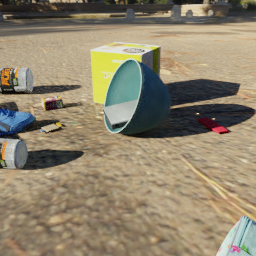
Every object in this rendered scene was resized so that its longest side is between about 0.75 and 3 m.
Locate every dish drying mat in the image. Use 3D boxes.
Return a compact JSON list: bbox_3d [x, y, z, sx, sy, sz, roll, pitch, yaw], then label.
[{"bbox_3d":[2.940,-0.087,9.763,0.475,0.113,1.238,-9,26,-21],"label":"dish drying mat"}]

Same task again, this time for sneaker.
[{"bbox_3d":[-4.485,-0.343,9.212,2.748,1.077,0.906,-8,24,-19],"label":"sneaker"}]

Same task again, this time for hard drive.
[{"bbox_3d":[0.137,-0.517,9.334,1.724,0.283,1.203,-14,33,-13],"label":"hard drive"}]

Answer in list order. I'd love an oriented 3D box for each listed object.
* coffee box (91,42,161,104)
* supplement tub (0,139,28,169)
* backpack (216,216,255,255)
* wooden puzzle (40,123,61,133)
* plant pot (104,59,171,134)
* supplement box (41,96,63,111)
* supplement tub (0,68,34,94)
[{"bbox_3d":[-0.033,-2.278,11.855,2.243,2.247,2.222,12,28,23],"label":"coffee box"},{"bbox_3d":[-3.397,0.667,7.384,1.272,0.779,0.779,2,25,4],"label":"supplement tub"},{"bbox_3d":[1.799,1.999,3.385,1.541,1.817,2.047,28,33,32],"label":"backpack"},{"bbox_3d":[-2.640,0.007,9.595,0.793,0.093,0.535,-16,25,-31],"label":"wooden puzzle"},{"bbox_3d":[0.452,-0.860,9.222,1.620,2.405,2.405,13,18,-28],"label":"plant pot"},{"bbox_3d":[-3.070,-1.007,11.357,0.768,0.396,0.503,-12,28,-24],"label":"supplement box"},{"bbox_3d":[-5.450,-2.178,12.922,1.907,1.168,1.168,-2,25,-4],"label":"supplement tub"}]
